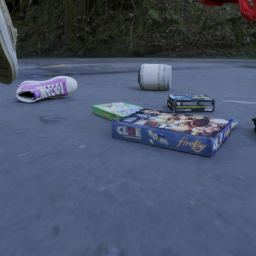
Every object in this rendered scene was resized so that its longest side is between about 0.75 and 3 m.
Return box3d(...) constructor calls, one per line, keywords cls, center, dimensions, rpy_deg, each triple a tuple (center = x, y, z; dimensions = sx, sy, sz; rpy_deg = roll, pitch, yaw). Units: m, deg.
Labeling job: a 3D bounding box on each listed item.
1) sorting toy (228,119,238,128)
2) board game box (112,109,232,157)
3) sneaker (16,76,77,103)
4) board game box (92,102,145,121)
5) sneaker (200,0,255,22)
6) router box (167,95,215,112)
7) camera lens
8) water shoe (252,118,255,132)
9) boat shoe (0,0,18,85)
box3d(cls="sorting toy", center=(2.747, -0.067, 8.067), dimensions=(0.668, 0.162, 1.187), rpy_deg=(6, 17, 33))
box3d(cls="board game box", center=(1.135, 0.018, 7.242), dimensions=(2.607, 0.451, 1.766), rpy_deg=(10, 20, 30))
box3d(cls="sneaker", center=(-3.397, -1.505, 11.793), dimensions=(2.510, 0.910, 1.431), rpy_deg=(-9, 24, -5))
box3d(cls="board game box", center=(-0.187, -0.536, 9.378), dimensions=(1.277, 0.276, 1.897), rpy_deg=(-12, 20, -32))
box3d(cls="sneaker", center=(1.545, -2.744, 4.924), dimensions=(0.954, 1.052, 2.476), rpy_deg=(6, 40, -46))
box3d(cls="router box", center=(2.281, -0.921, 10.319), dimensions=(1.495, 0.464, 1.120), rpy_deg=(-1, 17, -4))
box3d(cls="camera lens", center=(1.388, -2.628, 14.466), dimensions=(1.635, 1.308, 1.308), rpy_deg=(4, 17, 10))
box3d(cls="water shoe", center=(3.751, 0.123, 6.709), dimensions=(0.903, 0.818, 2.288), rpy_deg=(-18, 10, 6))
box3d(cls="boat shoe", center=(-2.800, -1.981, 6.107), dimensions=(0.894, 2.391, 0.818), rpy_deg=(20, 55, 6))
